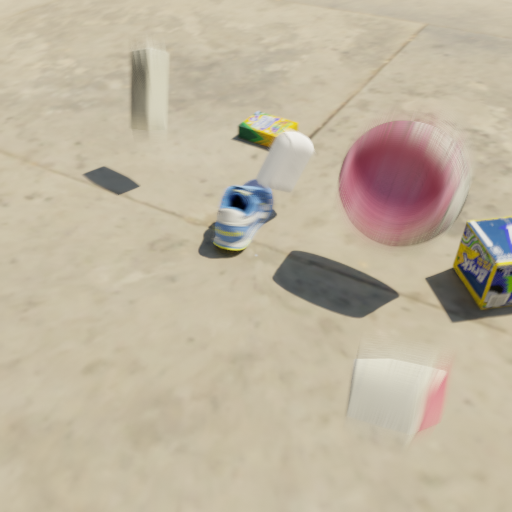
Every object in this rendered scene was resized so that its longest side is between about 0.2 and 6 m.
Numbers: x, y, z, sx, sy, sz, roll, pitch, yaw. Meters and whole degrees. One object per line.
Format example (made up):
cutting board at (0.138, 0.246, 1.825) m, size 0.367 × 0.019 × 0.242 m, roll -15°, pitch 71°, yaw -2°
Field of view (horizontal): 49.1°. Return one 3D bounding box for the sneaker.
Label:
sneaker at (-0.150, -0.827, 8.892) m, size 0.662 × 0.737 × 1.792 m, roll 9°, pitch 37°, yaw 12°

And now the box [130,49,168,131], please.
box at (-1.798, -2.755, 9.366) m, size 0.519 × 1.264 × 0.432 m, roll 8°, pitch 10°, yaw 40°

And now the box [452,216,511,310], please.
box at (4.301, -0.021, 7.834) m, size 2.765 × 0.889 × 0.969 m, roll -6°, pitch 42°, yaw -8°

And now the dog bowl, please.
dog bowl at (1.852, -0.974, 7.320) m, size 1.710 × 1.710 × 0.631 m, roll 21°, pitch 7°, yaw 23°

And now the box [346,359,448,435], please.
box at (0.919, 0.881, 3.601) m, size 0.430 × 0.367 × 0.673 m, roll 8°, pitch -4°, yaw 33°

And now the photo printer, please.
photo printer at (0.471, -1.473, 8.709) m, size 0.323 × 0.931 × 0.774 m, roll 38°, pitch 21°, yaw 29°

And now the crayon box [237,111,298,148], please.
crayon box at (0.317, -2.478, 11.148) m, size 1.173 × 0.303 × 0.738 m, roll 22°, pitch 46°, yaw 23°
